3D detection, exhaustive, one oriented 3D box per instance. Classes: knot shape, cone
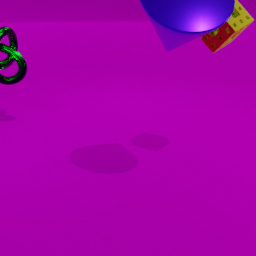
[{"bbox_3d":[-3.628,-1.988,8.119,0.759,1.538,1.644,-2,34,45],"label":"knot shape"},{"bbox_3d":[0.907,-1.926,5.312,1.602,1.602,1.608,-2,-20,-5],"label":"cone"}]

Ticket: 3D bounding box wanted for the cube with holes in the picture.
[{"bbox_3d":[1.950,-2.150,5.801,0.711,0.711,0.711,-34,-6,-29],"label":"cube with holes"}]
